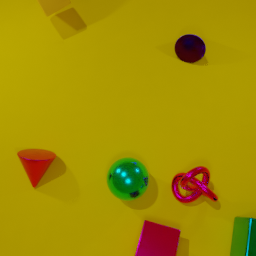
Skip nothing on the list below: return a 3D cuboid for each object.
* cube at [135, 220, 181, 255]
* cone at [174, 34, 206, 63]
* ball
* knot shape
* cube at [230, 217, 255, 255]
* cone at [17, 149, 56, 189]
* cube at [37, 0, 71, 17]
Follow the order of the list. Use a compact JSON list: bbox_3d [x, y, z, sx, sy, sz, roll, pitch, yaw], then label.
[{"bbox_3d":[0.764,3.117,7.245,0.958,0.958,0.958,12,53,13],"label":"cube"},{"bbox_3d":[2.188,-2.915,9.483,1.021,1.021,1.025,21,48,6],"label":"cone"},{"bbox_3d":[-0.001,1.416,7.805,1.197,1.197,1.197,0,74,0],"label":"ball"},{"bbox_3d":[1.791,1.660,7.913,1.358,1.271,0.628,53,40,-24],"label":"knot shape"},{"bbox_3d":[3.483,3.036,7.394,1.106,1.106,1.106,13,74,4],"label":"cube"},{"bbox_3d":[-2.715,1.287,8.223,1.091,1.091,1.095,9,100,3],"label":"cone"},{"bbox_3d":[-2.553,-4.354,9.066,0.919,0.919,0.919,-31,45,-3],"label":"cube"}]
